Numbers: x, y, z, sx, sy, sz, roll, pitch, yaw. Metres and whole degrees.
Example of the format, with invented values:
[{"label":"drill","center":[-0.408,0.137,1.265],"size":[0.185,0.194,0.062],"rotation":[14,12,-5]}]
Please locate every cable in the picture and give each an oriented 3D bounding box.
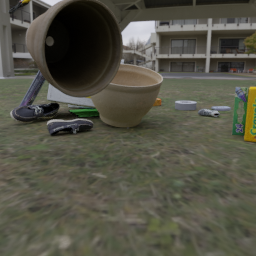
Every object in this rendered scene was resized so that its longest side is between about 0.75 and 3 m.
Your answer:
[{"label":"cable","center":[-2.973,-3.378,7.610],"size":[0.380,0.197,0.782],"rotation":[32,62,33]}]

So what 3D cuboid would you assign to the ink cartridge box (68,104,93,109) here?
[{"label":"ink cartridge box","center":[-1.710,-1.718,15.173],"size":[1.626,0.958,2.825],"rotation":[6,15,30]}]

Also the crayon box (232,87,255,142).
[{"label":"crayon box","center":[4.349,-0.352,8.080],"size":[2.515,1.581,0.649],"rotation":[5,14,24]}]

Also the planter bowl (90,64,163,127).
[{"label":"planter bowl","center":[-0.201,-1.150,10.365],"size":[2.698,1.816,2.698],"rotation":[6,27,-3]}]

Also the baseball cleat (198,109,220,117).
[{"label":"baseball cleat","center":[3.503,-0.645,12.101],"size":[0.904,0.315,0.481],"rotation":[0,13,3]}]

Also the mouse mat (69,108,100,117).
[{"label":"mouse mat","center":[-1.735,-0.715,12.955],"size":[1.650,0.077,2.050],"rotation":[-6,15,-24]}]

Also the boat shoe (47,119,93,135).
[{"label":"boat shoe","center":[-1.876,0.032,9.285],"size":[1.547,0.562,0.485],"rotation":[0,55,-24]}]

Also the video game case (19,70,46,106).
[{"label":"video game case","center":[-3.954,-1.733,12.010],"size":[0.264,2.785,1.989],"rotation":[31,7,-14]}]

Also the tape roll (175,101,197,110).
[{"label":"tape roll","center":[2.905,-1.137,14.110],"size":[1.061,0.351,1.061],"rotation":[0,12,0]}]

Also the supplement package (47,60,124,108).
[{"label":"supplement package","center":[-1.855,-2.011,12.239],"size":[2.830,2.148,2.132],"rotation":[8,2,-11]}]

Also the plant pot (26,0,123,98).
[{"label":"plant pot","center":[-1.345,-1.791,6.108],"size":[1.930,1.930,1.675],"rotation":[-11,26,-40]}]

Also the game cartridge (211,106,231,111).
[{"label":"game cartridge","center":[4.600,-0.956,13.802],"size":[0.808,0.168,0.538],"rotation":[-2,18,-10]}]

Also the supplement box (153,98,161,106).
[{"label":"supplement box","center":[1.265,-1.360,15.039],"size":[1.101,0.366,0.379],"rotation":[-9,18,-31]}]

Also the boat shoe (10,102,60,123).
[{"label":"boat shoe","center":[-3.595,-0.716,11.054],"size":[0.658,0.763,2.100],"rotation":[-36,-13,33]}]
